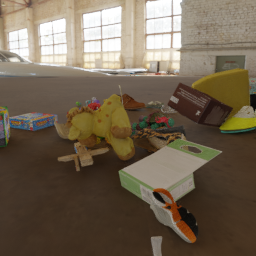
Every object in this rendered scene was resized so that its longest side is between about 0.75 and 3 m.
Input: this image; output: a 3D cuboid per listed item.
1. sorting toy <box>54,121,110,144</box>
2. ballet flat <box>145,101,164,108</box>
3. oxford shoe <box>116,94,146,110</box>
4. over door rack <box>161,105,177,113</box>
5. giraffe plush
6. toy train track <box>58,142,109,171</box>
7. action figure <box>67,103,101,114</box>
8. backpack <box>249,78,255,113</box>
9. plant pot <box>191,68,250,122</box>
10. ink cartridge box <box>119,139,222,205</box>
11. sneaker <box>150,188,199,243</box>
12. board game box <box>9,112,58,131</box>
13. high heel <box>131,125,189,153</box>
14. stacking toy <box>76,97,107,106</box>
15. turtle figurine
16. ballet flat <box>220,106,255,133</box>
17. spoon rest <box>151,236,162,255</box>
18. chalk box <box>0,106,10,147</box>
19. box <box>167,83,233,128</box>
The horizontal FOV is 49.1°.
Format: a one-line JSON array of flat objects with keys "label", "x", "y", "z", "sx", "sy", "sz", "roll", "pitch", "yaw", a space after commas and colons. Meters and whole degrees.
[{"label": "sorting toy", "x": -1.432, "y": 0.211, "z": 9.989, "sx": 2.149, "sy": 0.386, "sz": 2.885, "roll": 0, "pitch": 13, "yaw": -20}, {"label": "ballet flat", "x": 1.526, "y": -1.375, "z": 16.297, "sx": 1.208, "sy": 0.385, "sz": 0.407, "roll": 7, "pitch": 15, "yaw": 26}, {"label": "oxford shoe", "x": 0.010, "y": -1.490, "z": 15.869, "sx": 2.384, "sy": 0.850, "sz": 0.850, "roll": 13, "pitch": 18, "yaw": 38}, {"label": "over door rack", "x": 2.932, "y": -1.070, "z": 14.517, "sx": 1.974, "sy": 0.658, "sz": 1.458, "roll": 13, "pitch": 20, "yaw": 43}, {"label": "giraffe plush", "x": -0.830, "y": -0.041, "z": 7.799, "sx": 1.652, "sy": 2.038, "sz": 1.758, "roll": -13, "pitch": 10, "yaw": -5}, {"label": "toy train track", "x": -1.248, "y": 0.767, "z": 7.741, "sx": 1.316, "sy": 0.373, "sz": 2.294, "roll": -11, "pitch": 10, "yaw": -13}, {"label": "action figure", "x": -1.865, "y": -0.569, "z": 12.773, "sx": 1.984, "sy": 0.982, "sz": 0.647, "roll": -17, "pitch": 3, "yaw": 41}, {"label": "backpack", "x": 6.436, "y": -1.761, "z": 15.045, "sx": 2.087, "sy": 1.820, "sz": 2.374, "roll": -9, "pitch": 10, "yaw": -13}, {"label": "plant pot", "x": 4.220, "y": -1.492, "z": 13.133, "sx": 2.347, "sy": 2.294, "sz": 2.279, "roll": -4, "pitch": 13, "yaw": 11}, {"label": "ink cartridge box", "x": 0.925, "y": 0.898, "z": 6.057, "sx": 1.862, "sy": 0.446, "sz": 1.355, "roll": -23, "pitch": 23, "yaw": -29}, {"label": "sneaker", "x": 0.742, "y": 1.496, "z": 4.649, "sx": 0.394, "sy": 0.479, "sz": 1.040, "roll": -13, "pitch": 42, "yaw": -30}, {"label": "board game box", "x": -3.986, "y": -0.300, "z": 11.843, "sx": 1.414, "sy": 0.404, "sz": 1.444, "roll": 6, "pitch": 15, "yaw": 26}, {"label": "high heel", "x": 0.764, "y": 0.608, "z": 7.772, "sx": 1.766, "sy": 0.885, "sz": 2.477, "roll": -12, "pitch": 16, "yaw": 12}, {"label": "stacking toy", "x": -2.160, "y": -1.564, "z": 17.081, "sx": 1.261, "sy": 0.393, "sz": 1.673, "roll": 12, "pitch": 19, "yaw": 42}, {"label": "turtle figurine", "x": 0.992, "y": -0.056, "z": 9.738, "sx": 1.584, "sy": 1.066, "sz": 2.116, "roll": -10, "pitch": 11, "yaw": -39}, {"label": "ballet flat", "x": 4.932, "y": -0.392, "z": 10.946, "sx": 2.971, "sy": 0.996, "sz": 0.993, "roll": -3, "pitch": 6, "yaw": -12}, {"label": "spoon rest", "x": 0.452, "y": 1.822, "z": 3.686, "sx": 0.398, "sy": 0.243, "sz": 0.800, "roll": -2, "pitch": 27, "yaw": -4}, {"label": "chalk box", "x": -4.548, "y": -0.003, "z": 9.139, "sx": 1.120, "sy": 1.115, "sz": 1.801, "roll": -5, "pitch": 14, "yaw": -18}, {"label": "box", "x": 2.758, "y": -0.789, "z": 10.452, "sx": 1.348, "sy": 1.009, "sz": 2.692, "roll": 37, "pitch": 19, "yaw": 31}]
